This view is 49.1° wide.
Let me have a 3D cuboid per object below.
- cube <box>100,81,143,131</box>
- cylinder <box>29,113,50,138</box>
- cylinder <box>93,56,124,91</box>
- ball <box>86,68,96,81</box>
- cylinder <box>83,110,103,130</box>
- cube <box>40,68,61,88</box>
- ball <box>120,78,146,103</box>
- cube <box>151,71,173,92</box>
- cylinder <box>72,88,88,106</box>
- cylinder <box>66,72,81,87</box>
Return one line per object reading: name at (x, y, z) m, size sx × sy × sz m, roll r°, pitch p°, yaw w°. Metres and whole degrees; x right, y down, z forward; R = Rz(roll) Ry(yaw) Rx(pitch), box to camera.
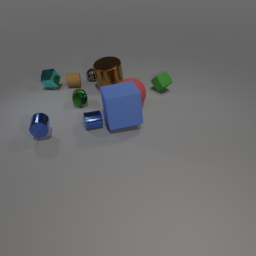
cube at (-0.271, -0.928, 11.382) m, size 1.400 × 1.400 × 1.400 m, roll -12°, pitch 29°, yaw -8°
cylinder at (-3.376, -0.114, 10.711) m, size 0.700 × 0.700 × 0.700 m, roll -5°, pitch 38°, yaw -7°
cylinder at (-0.964, -2.711, 14.343) m, size 1.400 × 1.400 × 1.400 m, roll -5°, pitch 43°, yaw 5°
ball at (-1.984, -2.975, 15.631) m, size 0.700 × 0.700 × 0.700 m, roll 0°, pitch 33°, yaw 0°
cylinder at (-1.447, -0.332, 11.490) m, size 0.700 × 0.700 × 0.700 m, roll -10°, pitch 34°, yaw -15°
cube at (-4.013, -2.558, 14.489) m, size 0.700 × 0.700 × 0.700 m, roll -4°, pitch 65°, yaw 20°
ball at (0.131, -1.579, 12.775) m, size 1.400 × 1.400 × 1.400 m, roll 0°, pitch 33°, yaw 0°
cube at (1.729, -2.387, 14.334) m, size 0.700 × 0.700 × 0.700 m, roll -30°, pitch -2°, yaw -23°
cylinder at (-2.257, -1.443, 13.110) m, size 0.700 × 0.700 × 0.700 m, roll -6°, pitch 21°, yaw -10°
cylinder at (-2.881, -2.572, 14.831) m, size 0.700 × 0.700 × 0.700 m, roll -5°, pitch 33°, yaw -4°
